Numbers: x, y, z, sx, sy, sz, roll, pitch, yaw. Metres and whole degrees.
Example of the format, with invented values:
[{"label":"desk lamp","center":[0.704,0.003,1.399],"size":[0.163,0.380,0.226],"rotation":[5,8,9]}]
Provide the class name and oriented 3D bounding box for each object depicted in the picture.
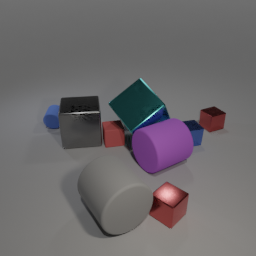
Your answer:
[{"label":"cube","center":[-0.530,0.202,10.087],"size":[0.700,0.700,0.700],"rotation":[-6,30,-11]},{"label":"cube","center":[2.207,0.197,10.073],"size":[0.700,0.700,0.700],"rotation":[-7,31,-16]},{"label":"cylinder","center":[-2.931,-0.453,11.126],"size":[0.700,0.700,0.700],"rotation":[1,38,2]},{"label":"cylinder","center":[1.064,0.530,8.773],"size":[1.400,1.400,1.400],"rotation":[-18,34,-29]},{"label":"cube","center":[3.319,-0.353,11.047],"size":[0.700,0.700,0.700],"rotation":[-14,32,-20]},{"label":"cube","center":[0.438,-0.542,9.621],"size":[1.400,1.400,1.400],"rotation":[-39,64,1]},{"label":"cube","center":[1.024,1.922,7.050],"size":[0.700,0.700,0.700],"rotation":[25,37,36]},{"label":"cylinder","center":[-0.336,1.596,6.871],"size":[1.400,1.400,1.400],"rotation":[-17,32,-27]},{"label":"cube","center":[-1.696,-0.236,10.142],"size":[1.400,1.400,1.400],"rotation":[-4,30,-7]}]
